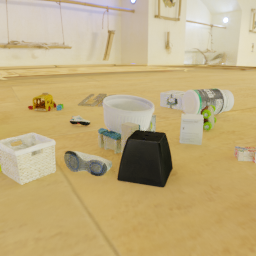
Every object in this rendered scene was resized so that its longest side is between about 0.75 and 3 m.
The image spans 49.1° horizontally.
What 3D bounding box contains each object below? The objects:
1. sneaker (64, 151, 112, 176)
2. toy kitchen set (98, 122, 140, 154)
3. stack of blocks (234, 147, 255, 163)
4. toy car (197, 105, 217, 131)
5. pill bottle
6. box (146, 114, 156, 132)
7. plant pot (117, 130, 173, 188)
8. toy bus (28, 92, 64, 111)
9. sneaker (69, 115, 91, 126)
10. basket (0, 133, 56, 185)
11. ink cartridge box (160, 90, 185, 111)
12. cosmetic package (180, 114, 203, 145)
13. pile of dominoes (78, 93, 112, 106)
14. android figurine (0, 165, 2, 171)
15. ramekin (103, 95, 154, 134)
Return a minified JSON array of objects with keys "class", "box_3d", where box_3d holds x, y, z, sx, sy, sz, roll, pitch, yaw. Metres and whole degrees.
[{"class":"sneaker","box_3d":[-1.108,0.956,7.680,1.463,0.545,0.637,15,10,24]},{"class":"toy kitchen set","box_3d":[0.004,0.138,9.216,1.455,1.070,1.817,-15,23,-41]},{"class":"stack of blocks","box_3d":[3.764,0.800,8.352,1.012,0.296,0.583,1,17,3]},{"class":"toy car","box_3d":[2.897,-0.416,11.482,1.209,0.954,0.993,-1,17,30]},{"class":"pill bottle","box_3d":[3.882,-1.263,13.547,2.260,1.278,1.278,-6,18,-24]},{"class":"box","box_3d":[0.473,-0.224,11.002,1.276,0.744,0.384,14,22,37]},{"class":"plant pot","box_3d":[0.491,0.705,7.300,1.237,1.098,1.234,7,18,17]},{"class":"toy bus","box_3d":[-4.369,-1.436,14.824,1.583,0.867,1.678,-13,21,-37]},{"class":"sneaker","box_3d":[-2.003,-0.361,11.856,0.904,0.318,0.423,4,56,10]},{"class":"basket","box_3d":[-2.677,0.754,7.402,1.160,0.933,1.149,15,22,39]},{"class":"ink cartridge box","box_3d":[2.868,-1.513,15.197,1.369,0.788,1.876,-15,22,-41]},{"class":"cosmetic package","box_3d":[2.229,0.027,9.857,0.762,0.910,0.757,4,17,12]},{"class":"pile of dominoes","box_3d":[-1.733,-1.544,16.504,1.711,0.350,2.195,5,26,15]},{"class":"android figurine","box_3d":[-3.872,0.976,7.871,1.247,0.256,1.135,2,16,11]},{"class":"ramekin","box_3d":[-0.012,-0.451,9.665,1.764,0.926,1.764,5,24,-2]}]
